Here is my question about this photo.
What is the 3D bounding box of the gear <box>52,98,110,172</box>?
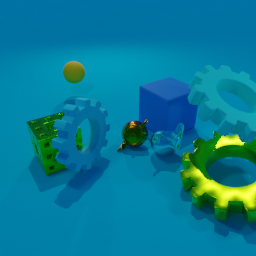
[{"bbox_3d":[-0.967,0.142,6.091,0.289,1.561,1.561,12,33,30],"label":"gear"}]

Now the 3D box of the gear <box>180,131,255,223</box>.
[{"bbox_3d":[2.125,0.861,5.649,2.075,0.384,2.075,-11,39,9],"label":"gear"}]

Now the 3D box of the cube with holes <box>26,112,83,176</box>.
[{"bbox_3d":[-1.677,0.325,6.538,0.946,0.946,0.946,-19,36,-26],"label":"cube with holes"}]

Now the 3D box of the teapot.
[{"bbox_3d":[0.128,0.185,7.041,0.685,1.101,0.539,44,12,2],"label":"teapot"}]

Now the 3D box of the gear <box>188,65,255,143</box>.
[{"bbox_3d":[2.275,-0.577,5.982,1.970,0.364,1.970,10,48,-11],"label":"gear"}]

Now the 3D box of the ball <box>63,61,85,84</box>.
[{"bbox_3d":[-1.821,-1.873,9.453,0.744,0.744,0.744,0,31,0],"label":"ball"}]

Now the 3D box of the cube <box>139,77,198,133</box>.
[{"bbox_3d":[1.115,-0.593,7.826,1.184,1.184,1.184,-21,37,-30],"label":"cube"}]

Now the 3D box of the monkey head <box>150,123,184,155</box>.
[{"bbox_3d":[0.935,0.229,6.725,0.728,0.869,1.208,17,-1,13],"label":"monkey head"}]
